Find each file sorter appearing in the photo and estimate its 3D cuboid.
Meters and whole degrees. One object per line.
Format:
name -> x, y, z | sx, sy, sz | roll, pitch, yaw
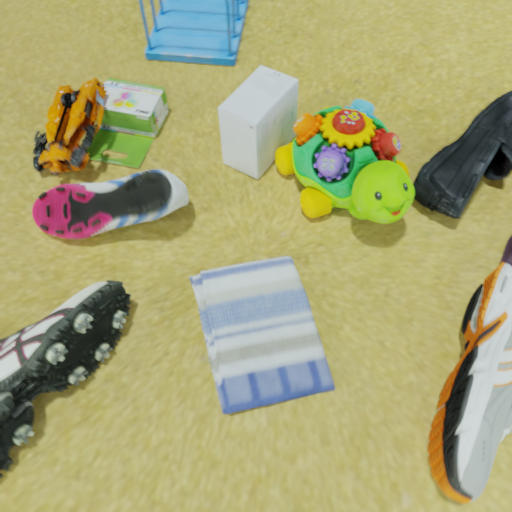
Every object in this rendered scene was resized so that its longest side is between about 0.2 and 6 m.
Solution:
file sorter -> -1.135, -5.204, 10.944 | 1.758, 1.554, 2.534 | 6, 56, 3

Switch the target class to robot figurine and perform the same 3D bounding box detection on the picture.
robot figurine -> -3.042, -2.073, 9.230 | 1.254, 0.504, 1.730 | -1, 70, 28

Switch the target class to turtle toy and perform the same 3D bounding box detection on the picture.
turtle toy -> 1.486, -1.432, 8.576 | 1.870, 1.297, 2.565 | -19, 58, -12

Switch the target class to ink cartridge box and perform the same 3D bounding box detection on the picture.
ink cartridge box -> -2.271, -2.285, 9.604 | 1.094, 0.561, 1.480 | 12, 56, 8

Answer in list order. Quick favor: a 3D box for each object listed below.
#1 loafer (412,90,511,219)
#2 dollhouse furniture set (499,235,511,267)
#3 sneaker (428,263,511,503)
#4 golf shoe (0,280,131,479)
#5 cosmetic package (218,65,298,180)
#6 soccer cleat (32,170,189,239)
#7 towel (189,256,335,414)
loafer -> 3.682, -1.636, 8.983 | 1.014, 0.980, 2.887 | 42, 70, 18
dollhouse furniture set -> 4.951, -0.738, 7.869 | 1.788, 1.996, 2.519 | 27, 55, 11
sneaker -> 3.156, 1.546, 6.756 | 1.458, 1.200, 3.169 | 25, 61, 11
golf shoe -> -2.866, 1.264, 6.965 | 1.310, 1.148, 2.974 | 26, 59, 27
cosmetic package -> 0.043, -2.158, 9.105 | 0.757, 1.228, 1.232 | 27, 60, 18
soccer cleat -> -2.171, -0.729, 8.520 | 2.445, 1.055, 0.854 | -8, 88, 18
towel -> 0.040, 1.000, 7.633 | 1.553, 0.252, 2.115 | -11, 59, -10
